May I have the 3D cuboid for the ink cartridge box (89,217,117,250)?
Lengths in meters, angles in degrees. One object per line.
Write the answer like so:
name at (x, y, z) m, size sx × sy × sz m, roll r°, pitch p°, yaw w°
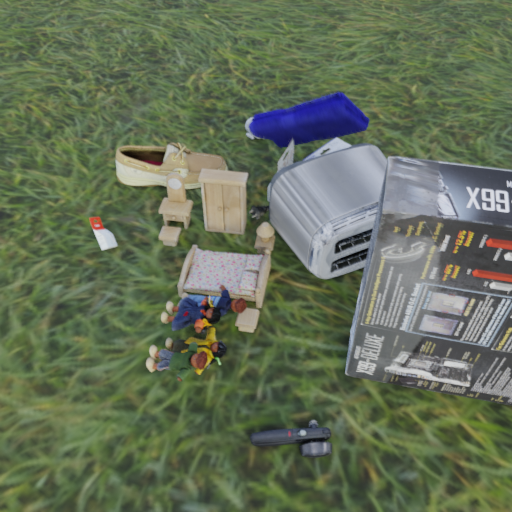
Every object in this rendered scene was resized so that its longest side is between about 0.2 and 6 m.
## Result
ink cartridge box at (-3.072, -0.472, 11.275) m, size 0.163 × 0.689 × 0.552 m, roll -20°, pitch 4°, yaw 7°

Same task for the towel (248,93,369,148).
towel at (1.151, -2.910, 12.119) m, size 2.228 × 0.552 × 1.645 m, roll -5°, pitch -4°, yaw 29°

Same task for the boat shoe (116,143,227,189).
boat shoe at (-1.969, -2.134, 12.935) m, size 2.603 × 0.864 × 0.963 m, roll -3°, pitch 46°, yaw -3°

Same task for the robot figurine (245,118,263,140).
robot figurine at (0.008, -3.281, 14.369) m, size 0.620 × 0.413 × 0.730 m, roll -50°, pitch 57°, yaw 2°

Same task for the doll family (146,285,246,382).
doll family at (-0.938, 1.258, 9.584) m, size 1.239 × 0.841 × 2.144 m, roll -4°, pitch 53°, yaw 23°

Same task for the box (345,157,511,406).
box at (3.129, 0.641, 7.966) m, size 3.256 × 4.129 × 1.027 m, roll 8°, pitch 51°, yaw 9°

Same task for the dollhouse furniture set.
dollhouse furniture set at (-0.982, -0.228, 10.700) m, size 2.486 × 1.423 × 2.915 m, roll 6°, pitch 46°, yaw 7°

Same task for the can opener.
can opener at (0.530, 2.763, 8.502) m, size 1.253 × 0.397 × 0.493 m, roll 1°, pitch 47°, yaw 1°

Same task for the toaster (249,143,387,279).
toaster at (1.634, -0.865, 11.106) m, size 3.080 × 1.750 × 1.989 m, roll -18°, pitch 51°, yaw -19°

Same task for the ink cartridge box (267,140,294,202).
ink cartridge box at (0.537, -1.886, 12.430) m, size 0.276 × 1.168 × 0.935 m, roll 17°, pitch 50°, yaw 16°

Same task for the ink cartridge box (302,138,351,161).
ink cartridge box at (2.023, -2.201, 13.417) m, size 1.329 × 0.312 × 1.313 m, roll 34°, pitch 56°, yaw 31°
